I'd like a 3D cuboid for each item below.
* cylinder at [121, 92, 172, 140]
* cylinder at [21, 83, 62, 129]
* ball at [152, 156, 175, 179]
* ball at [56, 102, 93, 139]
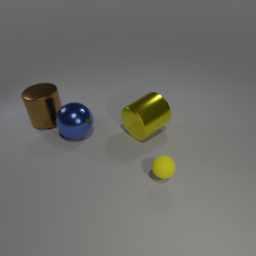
[{"bbox_3d":[0.684,-0.466,10.634,1.400,1.400,1.400,-33,45,-26],"label":"cylinder"},{"bbox_3d":[-3.415,-0.906,11.368,1.400,1.400,1.400,-4,36,3],"label":"cylinder"},{"bbox_3d":[1.083,1.188,8.480,0.700,0.700,0.700,0,34,0],"label":"ball"},{"bbox_3d":[-2.007,-0.273,10.567,1.400,1.400,1.400,0,34,0],"label":"ball"}]
